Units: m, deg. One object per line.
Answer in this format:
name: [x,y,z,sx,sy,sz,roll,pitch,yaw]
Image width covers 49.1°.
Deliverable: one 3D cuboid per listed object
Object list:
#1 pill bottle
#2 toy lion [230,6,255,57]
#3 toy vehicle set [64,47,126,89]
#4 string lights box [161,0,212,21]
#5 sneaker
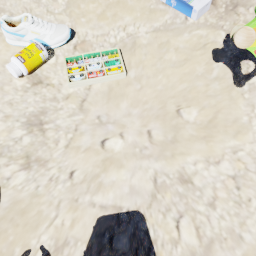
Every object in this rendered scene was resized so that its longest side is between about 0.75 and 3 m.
pill bottle: [-2.801,-1.886,7.796,0.600,0.600,1.098,36,67,18]
toy lion: [2.648,-1.627,4.771,1.518,1.455,0.521,50,26,-16]
toy vehicle set: [-0.946,-1.721,7.924,1.628,0.216,1.011,-12,62,-7]
string lights box: [1.872,-4.203,9.139,1.498,0.442,0.770,40,68,19]
sneaker: [-2.695,-2.865,8.209,2.011,0.812,0.769,0,60,-1]
